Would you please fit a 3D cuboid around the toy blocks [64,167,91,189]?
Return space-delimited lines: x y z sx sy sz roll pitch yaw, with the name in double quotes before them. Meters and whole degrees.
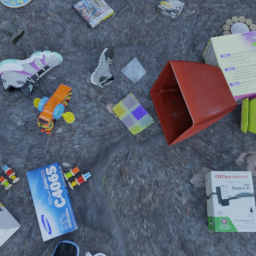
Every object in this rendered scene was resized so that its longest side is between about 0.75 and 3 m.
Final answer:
"toy blocks" -1.957 1.840 10.886 0.873 0.317 0.728 -31 77 -9

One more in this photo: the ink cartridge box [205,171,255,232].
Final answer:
"ink cartridge box" 3.758 2.672 10.334 1.562 0.885 2.131 0 74 0

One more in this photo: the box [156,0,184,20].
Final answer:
"box" 1.972 -5.669 13.118 1.071 0.259 0.848 30 76 8

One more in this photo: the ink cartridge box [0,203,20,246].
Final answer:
"ink cartridge box" -5.471 3.220 9.695 2.472 1.805 1.814 43 78 11

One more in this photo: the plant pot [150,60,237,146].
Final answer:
"plant pot" 2.534 -1.041 10.770 2.216 2.514 2.512 -12 74 -17

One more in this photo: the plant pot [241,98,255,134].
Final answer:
"plant pot" 5.095 -0.473 11.017 1.198 1.314 1.321 3 73 21

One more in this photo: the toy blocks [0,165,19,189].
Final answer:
"toy blocks" -4.727 1.895 10.889 0.644 0.280 0.772 -43 78 -12

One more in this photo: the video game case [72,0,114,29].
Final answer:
"video game case" -1.639 -5.559 13.121 1.376 0.194 1.523 -38 77 -10

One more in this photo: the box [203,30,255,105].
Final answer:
"box" 4.720 -2.442 11.627 2.364 1.299 2.688 -11 75 -3

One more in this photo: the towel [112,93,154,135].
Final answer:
"towel" 0.187 -0.590 11.670 1.141 0.181 1.588 -35 77 -10

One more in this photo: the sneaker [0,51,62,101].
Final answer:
"sneaker" -3.959 -2.049 11.729 2.710 1.054 1.896 -13 75 6

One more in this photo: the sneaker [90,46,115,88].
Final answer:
"sneaker" -0.797 -2.435 11.596 0.994 0.646 1.722 38 107 34

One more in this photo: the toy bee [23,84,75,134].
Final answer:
"toy bee" -3.203 -0.539 11.204 1.738 1.443 2.655 42 53 18

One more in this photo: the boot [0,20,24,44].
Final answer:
"boot" -5.356 -4.360 12.680 1.023 0.371 0.930 31 62 2

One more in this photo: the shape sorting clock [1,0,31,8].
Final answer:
"shape sorting clock" -5.263 -6.508 13.316 1.805 0.354 1.805 0 73 0

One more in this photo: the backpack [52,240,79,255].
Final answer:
"backpack" -2.189 4.515 9.875 0.920 0.739 1.006 15 76 5

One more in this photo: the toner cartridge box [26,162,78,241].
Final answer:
"toner cartridge box" -2.844 2.710 10.500 1.225 0.557 2.578 -19 75 -6

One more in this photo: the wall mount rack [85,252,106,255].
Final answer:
"wall mount rack" -1.346 5.363 9.645 1.925 0.718 1.673 -39 78 -10

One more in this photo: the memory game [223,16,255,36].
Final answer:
"memory game" 5.134 -4.448 12.845 1.602 0.102 1.602 0 74 0
